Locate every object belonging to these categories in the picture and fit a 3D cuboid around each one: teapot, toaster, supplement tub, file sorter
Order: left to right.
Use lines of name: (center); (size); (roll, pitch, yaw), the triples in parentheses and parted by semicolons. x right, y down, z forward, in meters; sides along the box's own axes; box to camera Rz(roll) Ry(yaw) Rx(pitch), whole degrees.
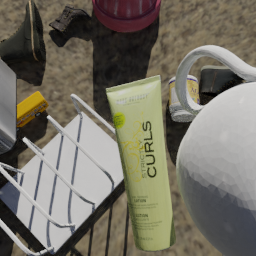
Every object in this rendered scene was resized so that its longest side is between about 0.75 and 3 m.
toaster: (-3.982, -0.308, 6.389); (2.457, 1.612, 2.717); (-16, 59, 5)
file sorter: (-1.497, 1.043, 6.299); (2.046, 1.836, 2.948); (42, 78, 12)
supplement tub: (1.471, -0.763, 7.386); (0.781, 0.781, 1.075); (1, 74, 0)
teapot: (1.589, 0.551, 3.933); (2.586, 1.914, 2.620); (31, 71, -27)

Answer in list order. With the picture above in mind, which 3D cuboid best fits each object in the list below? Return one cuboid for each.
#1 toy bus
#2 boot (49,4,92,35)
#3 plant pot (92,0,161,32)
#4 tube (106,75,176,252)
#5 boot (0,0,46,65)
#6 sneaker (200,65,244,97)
toy bus: (-2.741, -0.408, 7.422); (1.264, 0.495, 0.411); (-38, 78, -11)
boot: (-1.708, -3.144, 8.353); (1.081, 0.374, 0.941); (27, 77, 17)
plant pot: (-0.039, -4.096, 7.823); (2.098, 1.878, 2.098); (0, 74, 0)
tube: (0.213, 0.520, 4.199); (0.713, 0.638, 2.459); (-7, 89, -12)
boot: (-3.151, -2.751, 8.063); (1.295, 0.725, 1.873); (-10, 73, 2)
sneaker: (2.751, -1.235, 7.703); (1.504, 0.562, 0.799); (4, 78, 10)
